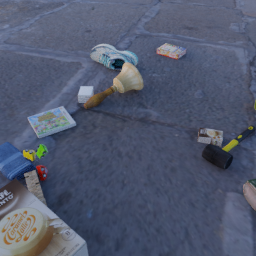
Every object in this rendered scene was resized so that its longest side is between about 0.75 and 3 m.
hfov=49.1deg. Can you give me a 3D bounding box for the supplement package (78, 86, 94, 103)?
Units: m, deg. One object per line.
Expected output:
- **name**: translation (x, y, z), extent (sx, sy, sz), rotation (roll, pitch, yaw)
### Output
- **supplement package**: translation (-1.900, -1.522, 12.715), extent (0.596, 0.424, 0.765), rotation (1, 40, 2)

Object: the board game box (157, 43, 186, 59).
- **board game box**: translation (2.568, -4.551, 16.536), extent (1.396, 0.323, 1.057), rotation (25, 45, 28)

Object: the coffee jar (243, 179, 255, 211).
- **coffee jar**: translation (4.436, 1.835, 8.290), extent (1.790, 0.764, 0.933), rotation (-11, 37, -12)

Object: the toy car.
- **toy car**: translation (-2.802, 0.923, 8.936), extent (1.245, 1.172, 0.278), rotation (49, 38, 14)

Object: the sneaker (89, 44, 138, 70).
- **sneaker**: translation (-0.905, -3.709, 14.950), extent (2.740, 1.064, 1.183), rotation (14, 44, 16)

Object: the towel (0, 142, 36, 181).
- **towel**: translation (-3.953, 1.144, 9.448), extent (1.648, 0.400, 0.920), rotation (31, 49, 31)

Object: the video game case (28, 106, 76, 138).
- **video game case**: translation (-3.099, -0.273, 11.374), extent (1.553, 0.171, 1.413), rotation (-21, 43, -24)

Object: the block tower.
- **block tower**: translation (-2.846, 1.876, 8.562), extent (0.397, 0.371, 1.372), rotation (-19, 42, -21)

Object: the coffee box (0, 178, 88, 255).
- **coffee box**: translation (-2.527, 2.762, 6.842), extent (2.868, 1.143, 1.640), rotation (28, 47, 30)

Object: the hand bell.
- **hand bell**: translation (-0.784, -1.653, 12.544), extent (2.754, 1.434, 1.434), rotation (-36, 50, -20)

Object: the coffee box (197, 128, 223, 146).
- **coffee box**: translation (3.079, 0.320, 10.501), extent (0.867, 0.345, 0.496), rotation (9, 40, 11)

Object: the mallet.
- **mallet**: translation (3.735, 0.492, 10.232), extent (0.958, 0.599, 2.910), rotation (25, 40, 31)

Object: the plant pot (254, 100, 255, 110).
- **plant pot**: translation (5.946, -1.047, 11.846), extent (0.836, 0.782, 0.782), rotation (14, 40, 3)
